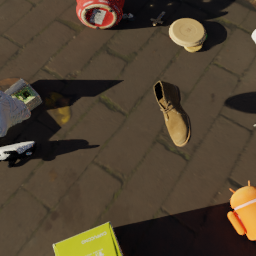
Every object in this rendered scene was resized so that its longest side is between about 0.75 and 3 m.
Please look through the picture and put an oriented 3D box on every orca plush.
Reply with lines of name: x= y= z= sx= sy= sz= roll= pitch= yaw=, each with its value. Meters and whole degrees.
orca plush: x=-4.536 y=1.154 z=10.360 sx=2.326 sy=1.224 sz=0.827 roll=-16 pitch=103 yaw=-28

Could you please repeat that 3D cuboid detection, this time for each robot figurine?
robot figurine: x=4.295 y=2.861 z=9.362 sx=1.525 sy=1.236 sz=2.120 roll=-36 pitch=65 yaw=26

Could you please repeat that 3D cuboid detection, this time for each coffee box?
coffee box: x=-1.018 y=4.085 z=8.465 sx=1.773 sy=1.756 sz=1.775 roll=-19 pitch=66 yaw=-9

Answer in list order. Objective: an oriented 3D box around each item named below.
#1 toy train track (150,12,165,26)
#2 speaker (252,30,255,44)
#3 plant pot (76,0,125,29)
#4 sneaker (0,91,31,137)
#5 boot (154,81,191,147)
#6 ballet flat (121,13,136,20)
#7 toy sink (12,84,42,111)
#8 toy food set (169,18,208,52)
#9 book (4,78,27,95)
toy train track: x=1.525 y=-5.359 z=13.819 sx=0.647 sy=0.184 sz=1.129 roll=25 pitch=61 yaw=19
speaker: x=6.472 y=-3.447 z=12.464 sx=0.957 sy=0.957 sz=2.356 roll=-13 pitch=66 yaw=-6
plant pot: x=-1.238 y=-5.954 z=12.946 sx=2.353 sy=2.353 sz=2.142 roll=-2 pitch=72 yaw=-1
sneaker: x=-3.309 y=-0.431 z=7.925 sx=1.088 sy=0.853 sz=2.189 roll=11 pitch=26 yaw=-25
boot: x=1.094 y=-0.410 z=7.358 sx=0.730 sy=0.712 sz=1.934 roll=18 pitch=49 yaw=-41
ballet flat: x=-0.022 y=-5.477 z=13.788 sx=0.882 sy=0.322 sz=0.322 roll=-2 pitch=65 yaw=-1
toy sink: x=-4.285 y=-1.125 z=11.538 sx=1.163 sy=0.652 sz=0.758 roll=-40 pitch=71 yaw=-17
toy food set: x=2.844 y=-4.480 z=13.241 sx=1.794 sy=0.436 sz=1.775 roll=26 pitch=67 yaw=11
book: x=-4.622 y=-1.644 z=11.430 sx=0.942 sy=1.410 sz=0.339 roll=-38 pitch=111 yaw=-10
